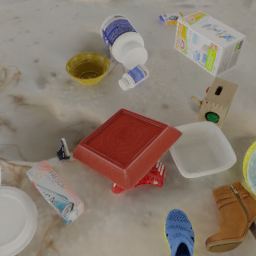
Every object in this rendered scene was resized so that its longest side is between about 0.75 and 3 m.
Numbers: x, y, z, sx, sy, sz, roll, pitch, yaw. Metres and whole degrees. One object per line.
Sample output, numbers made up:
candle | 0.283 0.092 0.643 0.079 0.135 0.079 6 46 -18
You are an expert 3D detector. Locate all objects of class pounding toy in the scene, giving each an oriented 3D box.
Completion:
pounding toy | 3.113 -0.891 10.452 1.271 1.646 1.788 24 54 18

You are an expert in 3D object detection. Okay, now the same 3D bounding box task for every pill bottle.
pill bottle | -0.157 -3.976 13.068 1.567 1.567 2.619 -17 53 -14
pill bottle | 0.224 -2.156 12.025 1.251 0.701 0.701 -37 59 -19

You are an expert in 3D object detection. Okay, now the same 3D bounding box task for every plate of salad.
plate of salad | -3.723 2.733 8.113 2.133 0.512 2.133 9 55 -13

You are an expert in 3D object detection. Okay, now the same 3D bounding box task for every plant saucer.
plant saucer | -0.114 0.415 9.566 2.866 0.526 2.861 24 54 38

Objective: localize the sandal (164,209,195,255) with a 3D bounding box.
sandal | 1.457 3.201 7.533 0.883 0.967 2.221 -3 49 0

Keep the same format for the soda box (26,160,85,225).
soda box | -2.273 1.960 8.736 0.718 0.667 2.099 -37 59 -27

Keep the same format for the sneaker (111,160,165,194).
sneaker | 0.465 1.619 8.976 1.130 0.766 1.956 35 60 27

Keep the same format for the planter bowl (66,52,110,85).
planter bowl | -1.727 -2.449 12.307 1.897 0.790 1.897 0 50 0

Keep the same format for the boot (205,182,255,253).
boot | 2.889 2.546 8.191 2.244 0.827 1.736 -8 51 -21

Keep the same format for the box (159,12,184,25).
box | 2.434 -6.112 15.687 1.340 0.278 0.798 -10 51 -5

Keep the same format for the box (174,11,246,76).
box | 3.680 -3.988 13.034 1.456 1.616 2.873 -29 56 -22

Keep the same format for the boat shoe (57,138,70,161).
boat shoe | -2.359 0.756 9.942 0.407 0.328 0.878 -13 52 -20

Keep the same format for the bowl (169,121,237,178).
bowl | 2.427 0.800 9.644 2.017 0.753 2.014 -12 51 -9

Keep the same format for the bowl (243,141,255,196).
bowl | 4.625 1.151 8.857 2.307 2.307 1.242 -1 7 -1
